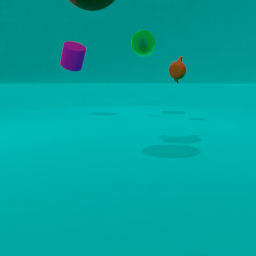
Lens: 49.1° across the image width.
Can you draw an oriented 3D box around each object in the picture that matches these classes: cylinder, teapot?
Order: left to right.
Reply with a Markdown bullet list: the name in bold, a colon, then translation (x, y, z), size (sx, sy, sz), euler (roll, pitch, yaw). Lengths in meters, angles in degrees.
- **cylinder**: translation (-2.281, -2.982, 11.637), size (0.928, 0.928, 0.928), euler (14, 35, -10)
- **cylinder**: translation (0.671, -3.565, 11.932), size (1.018, 1.018, 1.018), euler (1, 9, 7)
- **teapot**: translation (1.847, -2.093, 10.270), size (0.660, 1.062, 0.520), euler (22, 30, 28)

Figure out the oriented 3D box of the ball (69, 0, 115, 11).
- **ball**: translation (-0.650, -2.689, 4.915), size (1.171, 1.171, 1.171), euler (0, 10, 0)
